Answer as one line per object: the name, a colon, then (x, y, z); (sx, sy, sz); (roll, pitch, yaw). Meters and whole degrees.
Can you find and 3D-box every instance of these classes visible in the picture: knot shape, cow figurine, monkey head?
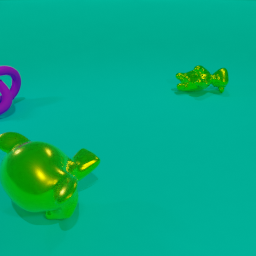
knot shape: (-3.711, -1.175, 7.887); (0.799, 1.729, 1.618); (-19, 2, 34)
cow figurine: (2.525, -1.586, 9.365); (1.546, 0.849, 1.521); (-11, -11, 40)
monkey head: (-1.159, 0.615, 4.298); (1.982, 1.195, 1.426); (27, 59, 38)
